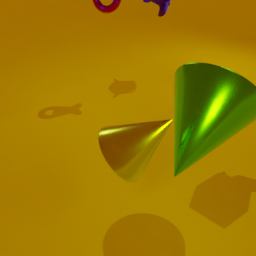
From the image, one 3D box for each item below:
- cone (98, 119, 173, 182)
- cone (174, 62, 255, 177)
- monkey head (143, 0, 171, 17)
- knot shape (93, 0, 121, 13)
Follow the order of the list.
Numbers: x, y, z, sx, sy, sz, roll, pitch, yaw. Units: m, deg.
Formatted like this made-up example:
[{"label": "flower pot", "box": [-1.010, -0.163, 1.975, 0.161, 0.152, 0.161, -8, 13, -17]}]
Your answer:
[{"label": "cone", "box": [0.225, 0.121, 3.640, 0.871, 0.868, 0.868, -35, 28, 24]}, {"label": "cone", "box": [1.105, 0.081, 4.481, 1.576, 1.576, 1.582, 23, 75, 28]}, {"label": "monkey head", "box": [1.034, -4.621, 9.795, 1.021, 1.219, 1.695, 18, -5, -13]}, {"label": "knot shape", "box": [-0.678, -4.149, 8.349, 1.454, 1.360, 0.672, -14, 19, -12]}]
